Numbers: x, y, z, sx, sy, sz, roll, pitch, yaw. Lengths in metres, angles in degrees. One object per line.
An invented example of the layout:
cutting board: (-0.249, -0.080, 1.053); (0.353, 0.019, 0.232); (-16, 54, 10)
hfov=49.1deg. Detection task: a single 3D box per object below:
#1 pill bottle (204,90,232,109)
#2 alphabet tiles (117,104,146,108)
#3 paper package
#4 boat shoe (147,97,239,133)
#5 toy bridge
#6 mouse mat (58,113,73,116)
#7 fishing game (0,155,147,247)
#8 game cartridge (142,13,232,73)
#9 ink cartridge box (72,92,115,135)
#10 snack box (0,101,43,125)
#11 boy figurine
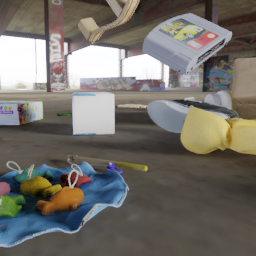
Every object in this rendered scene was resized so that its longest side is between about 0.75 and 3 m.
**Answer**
pill bottle: (4.024, -0.962, 11.009); (1.882, 1.047, 1.047); (-2, 9, -12)
alphabet tiles: (0.218, -1.209, 15.609); (1.569, 0.114, 1.534); (1, 10, 8)
paper package: (4.711, -1.324, 9.527); (2.234, 1.212, 2.344); (3, 45, 20)
boat shoe: (1.619, -0.396, 7.279); (2.381, 0.879, 0.813); (9, 36, 42)
toy bridge: (-0.228, -2.324, 4.985); (0.335, 0.827, 2.460); (-29, -9, -36)
mouse mat: (-2.618, -0.577, 11.879); (0.710, 0.033, 0.883); (-3, 10, -19)
fishing game: (-1.035, 0.615, 3.035); (2.106, 0.457, 2.941); (3, 9, 37)
game cartridge: (1.186, -1.811, 5.722); (1.212, 0.372, 1.821); (33, 52, 25)
ink cartridge box: (-1.015, -0.464, 7.824); (1.074, 1.046, 1.670); (-2, 10, -11)
snack box: (-4.496, -0.530, 9.263); (2.744, 0.727, 1.951); (1, 9, 4)
boy figurine: (2.338, 0.028, 5.313); (2.803, 0.903, 1.743); (2, 11, -5)
